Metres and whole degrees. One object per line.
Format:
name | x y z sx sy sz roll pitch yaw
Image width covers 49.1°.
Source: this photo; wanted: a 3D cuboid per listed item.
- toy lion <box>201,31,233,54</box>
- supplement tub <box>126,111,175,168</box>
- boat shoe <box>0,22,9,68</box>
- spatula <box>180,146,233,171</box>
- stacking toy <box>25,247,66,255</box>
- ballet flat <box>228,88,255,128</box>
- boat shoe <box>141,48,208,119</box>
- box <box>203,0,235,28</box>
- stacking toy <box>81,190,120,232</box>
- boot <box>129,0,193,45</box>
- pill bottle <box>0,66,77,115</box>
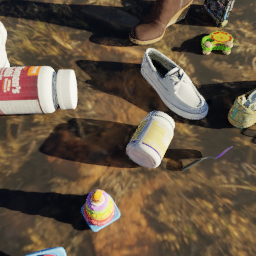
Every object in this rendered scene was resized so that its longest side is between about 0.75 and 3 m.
toy lion | 2.942 -2.864 9.241 1.062 0.364 1.017 -1 50 0
supplement tub | 0.577 0.265 6.823 0.871 0.871 1.199 23 59 14
boat shoe | -4.340 -2.584 8.671 1.023 0.909 2.780 -15 58 -10
spatula | 1.883 0.759 6.769 1.344 0.380 0.138 -22 79 3
stacking toy | -1.370 2.781 4.652 0.840 0.795 1.448 -10 16 -14
ballet flat | 3.808 -0.902 7.576 2.635 0.931 0.931 -30 62 -18
boat shoe | 1.239 -1.281 7.857 0.944 0.838 2.565 -35 63 -21
box | 3.140 -4.355 9.750 0.307 1.062 1.337 -15 58 -10
stacking toy | -0.615 1.545 5.748 0.732 1.261 0.692 -27 61 -17
boot | 1.087 -4.105 8.862 2.715 2.258 0.982 -38 64 -22
pill bottle | -2.571 -0.997 7.429 2.274 1.246 1.246 -2 57 -1
